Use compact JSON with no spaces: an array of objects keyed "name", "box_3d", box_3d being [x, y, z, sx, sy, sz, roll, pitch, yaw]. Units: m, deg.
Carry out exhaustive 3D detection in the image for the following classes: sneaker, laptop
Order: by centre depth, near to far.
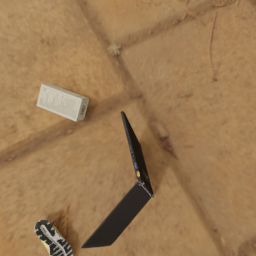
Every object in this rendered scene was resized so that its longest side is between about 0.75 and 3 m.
[{"name":"laptop","box_3d":[-0.268,1.383,6.902,1.509,2.438,2.604,-16,67,5]},{"name":"sneaker","box_3d":[-1.923,2.990,7.364,0.578,0.668,1.480,-29,93,-21]}]

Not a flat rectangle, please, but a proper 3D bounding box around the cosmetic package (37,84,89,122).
[{"name":"cosmetic package","box_3d":[-1.936,-0.769,8.329,1.389,0.508,0.719,22,105,14]}]
